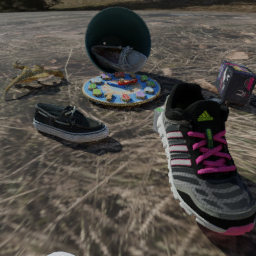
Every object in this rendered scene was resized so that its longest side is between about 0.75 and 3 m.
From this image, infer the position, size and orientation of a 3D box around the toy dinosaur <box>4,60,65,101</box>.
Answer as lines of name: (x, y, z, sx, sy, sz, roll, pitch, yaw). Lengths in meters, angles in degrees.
toy dinosaur: (-3.699, -1.949, 10.342, 1.475, 0.849, 2.918, 18, 32, 30)

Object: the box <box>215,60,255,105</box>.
box: (3.506, -1.521, 9.209, 0.834, 0.961, 1.573, 14, 28, 1)

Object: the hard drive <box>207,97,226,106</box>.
hard drive: (2.687, -0.782, 8.808, 0.531, 0.125, 0.761, 20, 32, 33)

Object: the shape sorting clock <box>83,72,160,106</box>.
shape sorting clock: (-0.220, -1.421, 9.630, 2.664, 0.523, 2.664, 0, 27, 0)

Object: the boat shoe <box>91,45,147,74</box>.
boat shoe: (-0.404, -2.801, 11.089, 2.559, 0.943, 0.821, 23, -8, 37)

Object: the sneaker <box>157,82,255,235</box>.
sneaker: (1.225, 0.249, 4.711, 1.104, 1.309, 2.992, -3, 41, -9)

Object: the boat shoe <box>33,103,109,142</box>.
boat shoe: (-1.491, -0.188, 6.946, 2.104, 0.746, 0.758, 9, 28, 16)

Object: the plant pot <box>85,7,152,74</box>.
plant pot: (-0.546, -3.443, 11.766, 2.654, 2.654, 1.787, -6, 7, -13)

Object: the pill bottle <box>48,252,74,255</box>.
pill bottle: (-1.233, 2.145, 1.367, 2.980, 1.621, 1.621, -23, 35, -36)

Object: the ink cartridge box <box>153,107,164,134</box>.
ink cartridge box: (1.091, -0.250, 7.211, 0.852, 0.619, 0.373, -19, 32, -33)
